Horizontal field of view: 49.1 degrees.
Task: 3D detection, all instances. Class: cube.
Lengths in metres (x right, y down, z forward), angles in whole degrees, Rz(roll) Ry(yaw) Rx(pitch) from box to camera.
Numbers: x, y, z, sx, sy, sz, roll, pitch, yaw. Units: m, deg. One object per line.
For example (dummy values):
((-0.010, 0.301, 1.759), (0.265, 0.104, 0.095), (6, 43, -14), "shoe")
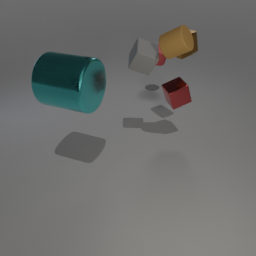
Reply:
((1.780, -2.765, 9.154), (0.700, 0.700, 0.700), (-28, 37, -16), "cube")
((0.467, -2.150, 8.458), (0.700, 0.700, 0.700), (16, 52, -17), "cube")
((1.647, -1.182, 9.502), (0.700, 0.700, 0.700), (-25, 39, -1), "cube")

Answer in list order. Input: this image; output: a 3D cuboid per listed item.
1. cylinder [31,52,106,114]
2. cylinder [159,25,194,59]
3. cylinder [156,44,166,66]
((-1.476, -1.173, 7.203), (1.400, 1.400, 1.400), (12, 34, 19), "cylinder")
((1.303, -2.306, 7.542), (0.700, 0.700, 0.700), (-14, 20, 37), "cylinder")
((1.425, -3.308, 12.704), (0.700, 0.700, 0.700), (7, 51, -9), "cylinder")
